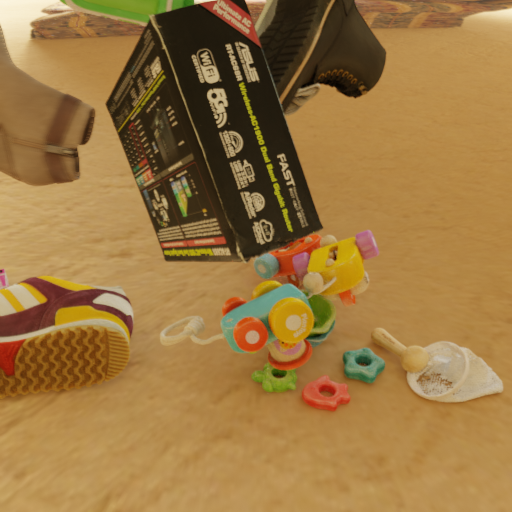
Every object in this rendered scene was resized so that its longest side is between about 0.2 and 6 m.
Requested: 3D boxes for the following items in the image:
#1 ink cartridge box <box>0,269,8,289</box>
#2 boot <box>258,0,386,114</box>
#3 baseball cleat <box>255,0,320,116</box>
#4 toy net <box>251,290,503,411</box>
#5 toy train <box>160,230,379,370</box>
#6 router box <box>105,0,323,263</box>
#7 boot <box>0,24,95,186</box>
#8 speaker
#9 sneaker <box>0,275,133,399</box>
[{"bbox_3d":[-3.939,0.748,8.071,0.732,0.287,1.546,-13,37,-20],"label":"ink cartridge box"},{"bbox_3d":[0.811,-2.150,6.745,0.957,1.709,2.470,14,71,46],"label":"boot"},{"bbox_3d":[0.570,-3.634,9.819,1.699,1.113,3.193,30,77,-1],"label":"baseball cleat"},{"bbox_3d":[1.524,1.274,6.925,2.982,0.576,1.565,9,33,14],"label":"toy net"},{"bbox_3d":[0.371,0.564,7.559,2.428,0.899,3.233,-11,19,42],"label":"toy train"},{"bbox_3d":[-0.621,-1.049,5.903,0.886,2.136,2.851,-22,8,-21],"label":"router box"},{"bbox_3d":[-3.418,-2.351,8.565,1.843,2.521,0.885,10,14,-1],"label":"boot"},{"bbox_3d":[-1.974,-4.002,8.491,1.972,0.872,0.872,14,34,3],"label":"speaker"},{"bbox_3d":[-3.183,0.945,7.020,3.214,1.205,1.448,2,28,-11],"label":"sneaker"}]
